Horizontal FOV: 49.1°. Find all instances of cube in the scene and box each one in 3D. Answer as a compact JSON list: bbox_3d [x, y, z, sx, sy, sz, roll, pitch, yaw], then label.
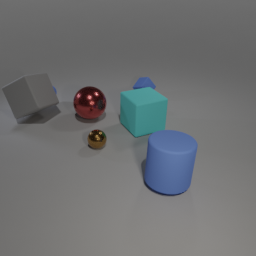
[{"bbox_3d":[0.800,-2.016,13.804,0.700,0.700,0.700,9,59,53],"label":"cube"},{"bbox_3d":[-4.055,-1.369,11.767,1.400,1.400,1.400,-19,7,26],"label":"cube"},{"bbox_3d":[0.600,-0.678,11.261,1.400,1.400,1.400,-13,33,-24],"label":"cube"}]

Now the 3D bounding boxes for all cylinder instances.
[{"bbox_3d":[1.235,0.970,8.237,1.400,1.400,1.400,3,26,-1],"label":"cylinder"}]

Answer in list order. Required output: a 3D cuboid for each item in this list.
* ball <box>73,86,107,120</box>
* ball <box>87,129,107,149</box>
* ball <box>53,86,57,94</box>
[{"bbox_3d":[-1.605,-1.058,11.820,1.400,1.400,1.400,0,30,0],"label":"ball"},{"bbox_3d":[-1.121,0.401,10.154,0.700,0.700,0.700,0,30,0],"label":"ball"},{"bbox_3d":[-3.660,-1.651,12.946,0.700,0.700,0.700,0,30,0],"label":"ball"}]
